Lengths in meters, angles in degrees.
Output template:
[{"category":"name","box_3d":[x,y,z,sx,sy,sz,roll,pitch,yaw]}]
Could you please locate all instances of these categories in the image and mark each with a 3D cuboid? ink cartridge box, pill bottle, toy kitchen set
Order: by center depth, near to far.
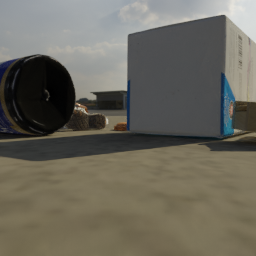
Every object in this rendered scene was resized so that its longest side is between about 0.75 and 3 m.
[{"category":"toy kitchen set","box_3d":[3.041,-0.828,4.853,2.286,2.062,1.865,5,3,6]},{"category":"pill bottle","box_3d":[-2.795,-0.712,6.597,2.994,1.675,1.675,1,3,37]},{"category":"ink cartridge box","box_3d":[1.673,-0.976,6.602,2.150,2.188,2.972,2,3,36]}]

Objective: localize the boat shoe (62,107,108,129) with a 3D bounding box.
[{"category":"boat shoe","box_3d":[-1.600,-0.340,8.824,2.016,0.659,0.742,-3,8,-22]}]

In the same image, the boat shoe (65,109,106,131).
[{"category":"boat shoe","box_3d":[-1.336,-0.192,7.855,1.549,0.586,0.556,10,-7,-42]}]

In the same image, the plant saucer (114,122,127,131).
[{"category":"plant saucer","box_3d":[0.253,-0.052,8.106,1.324,0.214,1.324,0,4,0]}]
